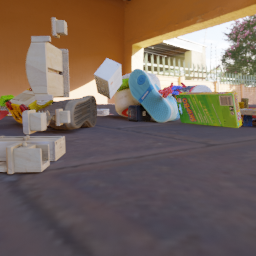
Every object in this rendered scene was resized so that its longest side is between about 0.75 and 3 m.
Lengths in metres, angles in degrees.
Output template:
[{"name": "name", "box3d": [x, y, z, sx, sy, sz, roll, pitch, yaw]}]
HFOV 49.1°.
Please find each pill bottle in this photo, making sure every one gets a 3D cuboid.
[{"name": "pill bottle", "box3d": [3.229, -1.531, 15.346, 1.587, 1.587, 2.653, -3, 6, -26]}]

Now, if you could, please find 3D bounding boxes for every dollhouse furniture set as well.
[{"name": "dollhouse furniture set", "box3d": [-3.836, -0.423, 10.482, 1.841, 0.924, 1.206, 35, 29, 25]}, {"name": "dollhouse furniture set", "box3d": [-1.539, -0.628, 3.988, 1.064, 2.178, 1.858, -1, 6, -1]}]

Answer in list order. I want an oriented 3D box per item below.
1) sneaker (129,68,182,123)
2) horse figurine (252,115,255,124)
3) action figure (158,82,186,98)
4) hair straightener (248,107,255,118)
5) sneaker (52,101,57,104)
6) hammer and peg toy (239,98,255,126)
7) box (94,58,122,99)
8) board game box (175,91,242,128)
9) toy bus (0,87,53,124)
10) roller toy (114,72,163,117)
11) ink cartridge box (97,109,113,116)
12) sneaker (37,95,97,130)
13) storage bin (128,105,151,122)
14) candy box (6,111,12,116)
[{"name": "sneaker", "box3d": [1.139, -1.208, 11.018, 1.019, 2.563, 1.673, -43, -26, 27]}, {"name": "horse figurine", "box3d": [4.731, -0.262, 9.063, 0.924, 0.348, 1.394, 8, -6, -44]}, {"name": "action figure", "box3d": [1.543, -1.367, 10.053, 0.414, 0.524, 1.603, 43, 32, 19]}, {"name": "hair straightener", "box3d": [6.222, -0.717, 12.567, 2.675, 0.547, 1.029, 4, 7, 34]}, {"name": "sneaker", "box3d": [-3.725, -1.110, 15.287, 2.168, 0.766, 1.059, -7, 9, -37]}, {"name": "hammer and peg toy", "box3d": [4.442, -0.531, 8.954, 1.945, 0.932, 2.644, -5, 8, -42]}, {"name": "box", "box3d": [-0.571, -1.449, 8.298, 0.498, 0.713, 0.936, 28, -24, 14]}, {"name": "board game box", "box3d": [2.527, -0.624, 9.103, 0.340, 1.084, 2.270, -29, 22, -35]}, {"name": "toy bus", "box3d": [-2.704, -0.530, 8.263, 1.898, 1.039, 2.012, -17, 30, 10]}, {"name": "roller toy", "box3d": [0.478, -1.341, 12.304, 2.283, 1.595, 2.082, -3, -14, -12]}, {"name": "ink cartridge box", "box3d": [-1.703, -0.847, 14.860, 1.510, 0.338, 1.330, 2, 7, 19]}, {"name": "sneaker", "box3d": [-1.597, -0.495, 7.970, 1.045, 0.974, 2.766, 4, 3, 7]}, {"name": "storage bin", "box3d": [0.465, -0.579, 10.949, 0.429, 0.619, 0.916, 5, 8, 42]}, {"name": "candy box", "box3d": [-4.988, -0.737, 13.797, 2.484, 0.328, 1.270, 5, 10, 42]}]
